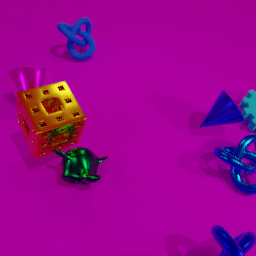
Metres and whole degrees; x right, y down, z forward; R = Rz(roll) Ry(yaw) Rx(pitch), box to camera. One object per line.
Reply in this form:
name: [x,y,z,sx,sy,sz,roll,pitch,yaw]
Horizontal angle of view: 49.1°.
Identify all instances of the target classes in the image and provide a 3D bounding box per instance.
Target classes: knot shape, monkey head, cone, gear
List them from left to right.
cone: [-2.943,-0.841,8.564,1.510,1.510,1.516,-8,76,-7]
knot shape: [-1.920,-3.398,10.270,1.490,0.736,1.592,19,68,-38]
monkey head: [-1.056,0.893,6.738,1.513,1.089,0.912,12,75,-36]
cone: [2.399,-0.305,7.622,1.053,1.049,1.049,-34,50,12]
knot shape: [1.851,2.550,4.990,0.724,1.567,1.467,1,71,30]
knot shape: [2.979,0.926,6.954,1.534,0.709,1.436,-7,59,-16]
gear: [4.251,-0.453,8.339,1.747,0.323,1.747,2,54,-3]

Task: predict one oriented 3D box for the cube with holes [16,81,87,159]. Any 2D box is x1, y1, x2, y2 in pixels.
cube with holes: [-1.860,-0.197,6.686,1.166,1.166,1.166,-20,67,-31]
